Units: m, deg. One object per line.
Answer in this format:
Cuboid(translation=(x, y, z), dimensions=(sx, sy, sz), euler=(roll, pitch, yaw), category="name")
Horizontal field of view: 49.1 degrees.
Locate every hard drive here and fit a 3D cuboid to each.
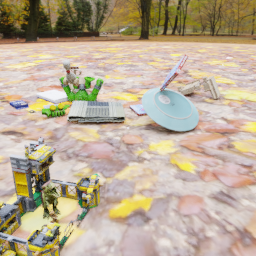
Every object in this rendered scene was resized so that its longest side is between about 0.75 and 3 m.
Cuboid(translation=(-3.918, -1.698, 15.048), dimensions=(1.806, 0.229, 1.191), euler=(19, 29, 40), category="hard drive")

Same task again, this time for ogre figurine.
Cuboid(translation=(-2.318, -1.929, 14.185), dimensions=(2.194, 1.315, 1.076), euler=(-6, 27, -10), category="ogre figurine")

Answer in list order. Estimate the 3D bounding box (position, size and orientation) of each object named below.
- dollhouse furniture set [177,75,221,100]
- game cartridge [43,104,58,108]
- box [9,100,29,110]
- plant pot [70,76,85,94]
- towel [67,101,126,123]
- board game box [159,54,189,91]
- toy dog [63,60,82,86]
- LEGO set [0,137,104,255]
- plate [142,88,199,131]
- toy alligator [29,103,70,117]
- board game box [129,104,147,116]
Cuboid(translation=(3.697, -1.862, 15.368), dimensions=(2.321, 1.133, 1.979), euler=(-17, 14, 33), category="dollhouse furniture set")
Cuboid(translation=(-3.620, -0.999, 13.439), dimensions=(0.793, 0.165, 0.528), euler=(-10, 20, -22), category="game cartridge")
Cuboid(translation=(-5.355, -1.155, 13.796), dimensions=(0.644, 0.172, 1.063), euler=(-17, 29, -37), category="box")
Cuboid(translation=(-2.920, -2.373, 16.039), dimensions=(0.917, 0.917, 0.980), euler=(-2, 36, -4), category="plant pot")
Cuboid(translation=(-1.398, -0.705, 12.514), dimensions=(2.455, 0.440, 2.549), euler=(1, 20, -5), category="towel")
Cuboid(translation=(1.711, -2.046, 10.622), dimensions=(0.164, 0.869, 1.687), euler=(33, -17, -4), category="board game box")
Cuboid(translation=(-1.830, -1.815, 9.082), dimensions=(0.685, 1.038, 0.500), euler=(23, 54, -9), category="toy dog")
Cuboid(translation=(-1.794, 1.274, 5.745), dimensions=(2.175, 1.639, 2.828), euler=(10, 24, 23), category="LEGO set")
Cuboid(translation=(1.744, -0.871, 11.123), dimensions=(2.450, 0.313, 2.450), euler=(11, 46, -12), category="plate")
Cuboid(translation=(-3.353, -0.671, 12.224), dimensions=(1.794, 0.532, 0.487), euler=(-13, 66, -29), category="toy alligator")
Cuboid(translation=(0.568, -0.843, 13.068), dimensions=(0.656, 0.124, 1.275), euler=(-8, 23, -16), category="board game box")
